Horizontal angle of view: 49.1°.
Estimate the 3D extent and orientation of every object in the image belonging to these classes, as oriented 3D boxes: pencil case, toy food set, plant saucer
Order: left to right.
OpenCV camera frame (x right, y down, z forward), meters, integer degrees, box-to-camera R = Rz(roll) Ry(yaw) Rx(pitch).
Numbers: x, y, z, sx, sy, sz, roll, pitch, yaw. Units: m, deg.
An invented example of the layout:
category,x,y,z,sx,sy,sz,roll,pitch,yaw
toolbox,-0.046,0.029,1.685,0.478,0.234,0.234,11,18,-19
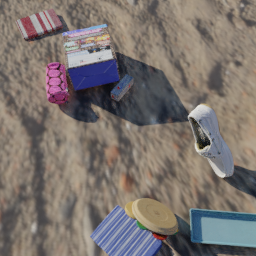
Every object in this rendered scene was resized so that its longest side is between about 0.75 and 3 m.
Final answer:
category,x,y,z,sx,sy,sz,roll,pitch,yaw
pencil case,-2.327,-1.514,9.278,0.708,0.686,1.512,-28,58,21
toy food set,0.633,2.173,6.787,1.271,0.309,1.258,9,22,-40
plant saucer,2.734,2.534,7.010,2.370,0.225,0.829,3,59,3

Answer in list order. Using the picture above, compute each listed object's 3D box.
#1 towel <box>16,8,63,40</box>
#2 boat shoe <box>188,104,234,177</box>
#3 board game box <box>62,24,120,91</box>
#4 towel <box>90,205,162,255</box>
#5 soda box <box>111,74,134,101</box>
category,x,y,z,sx,sy,sz,roll,pitch,yaw
towel,-3.539,-4.147,11.201,1.611,0.183,1.160,-24,63,-12
boat shoe,2.122,0.469,7.458,0.747,0.763,2.155,-31,102,-27
board game box,-1.256,-2.414,9.452,1.588,0.965,1.992,-12,52,-3
towel,-0.039,2.772,6.916,1.503,0.179,1.088,36,67,22
soda box,-0.189,-1.347,9.356,0.305,0.328,0.961,29,62,17
